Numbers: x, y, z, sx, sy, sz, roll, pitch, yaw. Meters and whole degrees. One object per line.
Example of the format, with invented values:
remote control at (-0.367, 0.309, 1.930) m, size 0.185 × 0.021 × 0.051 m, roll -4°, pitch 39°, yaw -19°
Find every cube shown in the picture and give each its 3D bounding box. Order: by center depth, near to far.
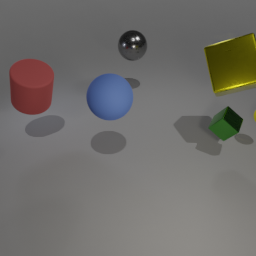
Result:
cube at (3.223, -1.843, 8.562) m, size 1.400 × 1.400 × 1.400 m, roll -13°, pitch -3°, yaw 21°
cube at (3.199, -0.137, 9.161) m, size 0.700 × 0.700 × 0.700 m, roll 40°, pitch 51°, yaw -4°

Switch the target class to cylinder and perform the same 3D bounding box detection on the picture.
cylinder at (-3.321, -1.413, 9.684) m, size 1.400 × 1.400 × 1.400 m, roll 10°, pitch 50°, yaw -12°

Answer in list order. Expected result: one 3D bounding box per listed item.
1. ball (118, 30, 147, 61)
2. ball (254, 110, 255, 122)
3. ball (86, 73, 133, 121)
ball at (0.215, -3.893, 13.255) m, size 1.400 × 1.400 × 1.400 m, roll 0°, pitch 33°, yaw 0°
ball at (4.701, -0.413, 9.626) m, size 0.700 × 0.700 × 0.700 m, roll 0°, pitch 33°, yaw 0°
ball at (-0.542, -0.924, 8.402) m, size 1.400 × 1.400 × 1.400 m, roll 0°, pitch 33°, yaw 0°
